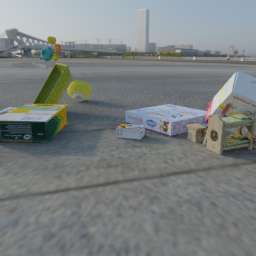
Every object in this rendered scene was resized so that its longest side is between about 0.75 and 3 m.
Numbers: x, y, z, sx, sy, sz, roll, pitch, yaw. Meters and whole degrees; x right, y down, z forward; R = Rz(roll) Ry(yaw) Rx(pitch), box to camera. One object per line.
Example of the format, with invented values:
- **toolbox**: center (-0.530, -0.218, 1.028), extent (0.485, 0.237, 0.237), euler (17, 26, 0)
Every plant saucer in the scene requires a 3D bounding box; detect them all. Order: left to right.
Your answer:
- **plant saucer**: center (-3.274, -1.597, 12.221), extent (0.588, 2.454, 2.458), euler (30, 1, -29)

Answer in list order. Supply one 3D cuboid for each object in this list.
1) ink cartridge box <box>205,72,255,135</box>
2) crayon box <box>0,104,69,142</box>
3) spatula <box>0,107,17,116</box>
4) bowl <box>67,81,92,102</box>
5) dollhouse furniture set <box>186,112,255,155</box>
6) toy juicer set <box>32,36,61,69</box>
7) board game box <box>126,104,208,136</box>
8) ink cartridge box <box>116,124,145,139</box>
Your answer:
- **ink cartridge box**: center (3.314, -0.654, 8.327), extent (1.340, 0.770, 1.846), euler (22, -26, 1)
- **crayon box**: center (-3.124, -0.242, 9.460), extent (1.691, 0.694, 2.689), euler (1, 16, 3)
- **spatula**: center (-5.037, -0.602, 11.847), extent (1.517, 0.175, 2.181), euler (6, 20, 19)
- **bowl**: center (-2.620, -1.844, 14.957), extent (1.314, 1.314, 0.707), euler (0, 57, 2)
- **dollhouse furniture set**: center (2.930, -0.060, 8.207), extent (1.808, 1.005, 1.599), euler (-6, 17, -22)
- **toy juicer set**: center (-2.142, -1.960, 7.648), extent (0.615, 0.967, 0.263), euler (43, 16, 16)
- **board game box**: center (1.534, -0.374, 10.319), extent (2.335, 0.482, 2.340), euler (-12, 19, -36)
- **ink cartridge box**: center (0.101, 0.080, 8.959), extent (0.815, 0.342, 0.716), euler (4, 15, 17)
